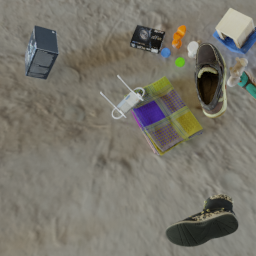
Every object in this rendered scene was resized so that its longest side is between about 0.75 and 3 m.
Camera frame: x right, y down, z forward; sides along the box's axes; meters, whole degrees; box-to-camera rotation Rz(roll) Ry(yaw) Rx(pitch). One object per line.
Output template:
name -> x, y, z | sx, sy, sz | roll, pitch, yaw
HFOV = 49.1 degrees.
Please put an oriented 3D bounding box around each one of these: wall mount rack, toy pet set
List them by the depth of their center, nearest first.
wall mount rack -> -0.165, -0.969, 8.688 | 1.312, 0.489, 1.140 | -44, 61, -2
toy pet set -> 3.049, -2.701, 9.607 | 2.696, 1.432, 2.517 | 43, 104, 26

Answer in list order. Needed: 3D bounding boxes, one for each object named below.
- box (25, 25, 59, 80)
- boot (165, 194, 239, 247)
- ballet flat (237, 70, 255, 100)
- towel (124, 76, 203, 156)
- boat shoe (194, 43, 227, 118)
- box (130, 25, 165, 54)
box -> -2.793, -2.379, 8.979 | 0.712, 1.330, 0.987 | 6, 56, -32
boot -> 1.849, 2.249, 6.927 | 1.715, 1.295, 0.619 | -23, 92, 22
ballet flat -> 4.014, -1.468, 9.263 | 0.493, 0.499, 1.465 | -10, 59, -35
towel -> 1.108, -0.445, 8.890 | 1.722, 0.273, 2.397 | -25, 68, -10
boat shoe -> 2.481, -1.596, 8.438 | 0.934, 0.827, 2.552 | -14, 64, 24
box -> 0.718, -3.221, 10.162 | 1.102, 0.240, 0.883 | 17, 67, 8
